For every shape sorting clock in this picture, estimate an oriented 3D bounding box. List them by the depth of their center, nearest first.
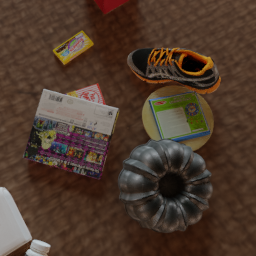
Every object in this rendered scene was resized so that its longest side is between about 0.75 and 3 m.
[{"bbox_3d":[1.434,-0.285,8.049,2.084,0.409,2.084,2,72,-7],"label":"shape sorting clock"}]

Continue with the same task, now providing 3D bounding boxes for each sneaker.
[{"bbox_3d":[1.269,-1.870,8.055,2.821,1.090,1.104,16,76,20],"label":"sneaker"}]

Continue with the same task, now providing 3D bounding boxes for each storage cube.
[{"bbox_3d":[-0.589,-4.872,8.929,1.610,1.447,1.376,-34,76,-11],"label":"storage cube"}]

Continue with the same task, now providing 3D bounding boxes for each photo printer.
[{"bbox_3d":[-3.428,2.457,7.117,1.392,0.581,1.673,-30,76,-9],"label":"photo printer"}]

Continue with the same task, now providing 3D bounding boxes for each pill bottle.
[{"bbox_3d":[-2.312,3.323,6.869,0.554,0.554,0.979,19,74,6],"label":"pill bottle"}]

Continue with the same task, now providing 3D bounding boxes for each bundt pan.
[{"bbox_3d":[1.009,1.435,6.960,2.465,0.925,2.465,1,83,-9],"label":"bundt pan"}]

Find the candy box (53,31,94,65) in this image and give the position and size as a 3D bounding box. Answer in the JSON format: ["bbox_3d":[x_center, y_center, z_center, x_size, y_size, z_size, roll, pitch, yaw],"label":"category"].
[{"bbox_3d":[-1.734,-2.559,8.892,1.167,0.154,0.596,-38,79,-11],"label":"candy box"}]

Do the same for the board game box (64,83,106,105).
[{"bbox_3d":[-1.264,-0.751,8.277,1.106,0.256,0.838,-20,74,-6],"label":"board game box"}]

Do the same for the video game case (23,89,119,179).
[{"bbox_3d":[-1.544,0.154,7.739,2.209,0.395,2.002,14,85,4],"label":"video game case"}]
